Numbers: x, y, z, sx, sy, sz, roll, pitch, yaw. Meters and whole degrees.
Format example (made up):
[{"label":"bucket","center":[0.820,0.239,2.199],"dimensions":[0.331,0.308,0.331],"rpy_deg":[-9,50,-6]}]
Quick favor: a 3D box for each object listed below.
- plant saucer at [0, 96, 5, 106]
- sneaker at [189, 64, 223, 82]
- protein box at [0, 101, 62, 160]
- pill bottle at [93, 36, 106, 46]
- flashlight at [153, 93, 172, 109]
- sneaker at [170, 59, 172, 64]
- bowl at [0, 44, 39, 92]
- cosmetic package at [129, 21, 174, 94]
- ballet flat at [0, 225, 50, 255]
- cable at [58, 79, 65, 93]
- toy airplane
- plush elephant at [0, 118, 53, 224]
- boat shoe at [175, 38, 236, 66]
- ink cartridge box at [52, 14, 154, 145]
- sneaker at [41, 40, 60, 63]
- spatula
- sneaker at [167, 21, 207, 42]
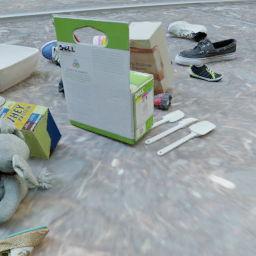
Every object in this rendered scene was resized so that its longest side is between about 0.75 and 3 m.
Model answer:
[{"label":"plant saucer","center":[-4.450,-0.872,8.920],"dimensions":[0.960,0.241,0.960],"rpy_deg":[0,33,0]},{"label":"sneaker","center":[2.928,-2.113,10.577],"dimensions":[1.300,0.538,0.466],"rpy_deg":[13,35,20]},{"label":"protein box","center":[-2.321,0.053,6.528],"dimensions":[1.088,1.080,0.734],"rpy_deg":[10,53,16]},{"label":"pill bottle","center":[-0.184,-3.127,11.492],"dimensions":[2.420,1.261,1.261],"rpy_deg":[-2,33,-3]},{"label":"flashlight","center":[0.638,-0.965,8.835],"dimensions":[1.447,0.492,0.490],"rpy_deg":[16,25,24]},{"label":"sneaker","center":[1.424,-2.708,11.541],"dimensions":[0.762,0.560,1.684],"rpy_deg":[2,36,-2]},{"label":"bowl","center":[-4.899,-2.223,10.321],"dimensions":[2.713,1.014,2.717],"rpy_deg":[11,35,16]},{"label":"cosmetic package","center":[0.661,-2.193,8.972],"dimensions":[1.107,2.141,0.934],"rpy_deg":[12,54,33]},{"label":"ballet flat","center":[-1.958,1.960,4.379],"dimensions":[1.492,0.526,0.487],"rpy_deg":[-12,60,-13]},{"label":"cable","center":[-1.362,-1.763,9.976],"dimensions":[1.947,0.606,2.386],"rpy_deg":[2,32,3]},{"label":"toy airplane","center":[-1.063,-2.137,8.351],"dimensions":[2.608,2.608,0.480],"rpy_deg":[3,55,5]},{"label":"plush elephant","center":[-2.352,0.771,5.103],"dimensions":[1.949,1.509,1.606],"rpy_deg":[-17,41,-28]},{"label":"boat shoe","center":[3.460,-3.405,12.184],"dimensions":[2.962,0.981,1.036],"rpy_deg":[-8,34,-13]},{"label":"ink cartridge box","center":[-0.521,-1.309,7.002],"dimensions":[2.172,2.939,1.113],"rpy_deg":[17,36,28]},{"label":"sneaker","center":[-2.581,-2.976,11.553],"dimensions":[2.302,0.927,1.685],"rpy_deg":[4,29,-3]},{"label":"spatula","center":[1.202,0.059,7.538],"dimensions":[2.060,0.165,1.433],"rpy_deg":[-24,40,-32]},{"label":"sneaker","center":[3.237,-5.242,15.196],"dimensions":[2.219,0.837,1.277],"rpy_deg":[5,31,3]}]
